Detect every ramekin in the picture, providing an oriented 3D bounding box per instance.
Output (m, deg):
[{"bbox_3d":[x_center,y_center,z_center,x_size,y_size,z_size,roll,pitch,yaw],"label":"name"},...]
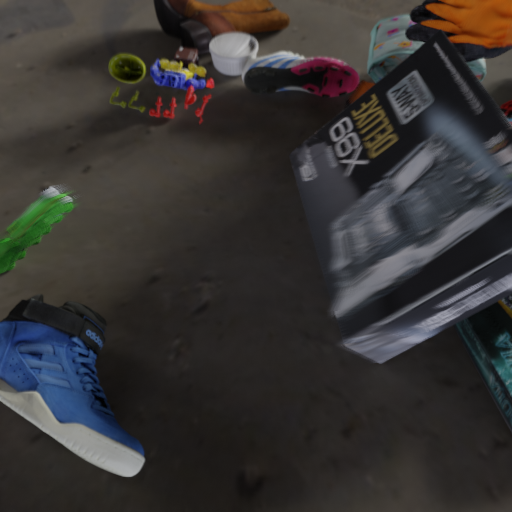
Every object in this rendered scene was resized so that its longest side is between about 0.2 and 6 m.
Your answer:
[{"bbox_3d":[-0.485,-4.391,12.259,1.067,0.497,1.067,-1,49,1],"label":"ramekin"}]

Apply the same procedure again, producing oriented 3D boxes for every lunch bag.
[{"bbox_3d":[3.354,-3.973,11.367,2.224,1.356,1.894,13,52,4],"label":"lunch bag"}]

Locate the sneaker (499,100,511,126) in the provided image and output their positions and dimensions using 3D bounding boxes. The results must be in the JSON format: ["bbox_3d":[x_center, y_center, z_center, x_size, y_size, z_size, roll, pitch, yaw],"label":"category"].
[{"bbox_3d":[5.251,-2.199,10.144,0.987,1.189,2.490,-27,28,-3],"label":"sneaker"}]

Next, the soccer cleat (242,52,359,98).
[{"bbox_3d":[0.910,-3.862,11.592,2.409,0.841,1.040,2,49,2],"label":"soccer cleat"}]

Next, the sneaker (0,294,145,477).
[{"bbox_3d":[-2.226,1.415,6.939,2.811,1.079,1.564,22,61,26],"label":"sneaker"}]

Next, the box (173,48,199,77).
[{"bbox_3d":[-1.490,-4.104,12.010,0.424,0.517,0.429,9,51,7],"label":"box"}]

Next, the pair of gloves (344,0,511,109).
[{"bbox_3d":[3.359,-3.292,9.749,2.917,0.405,3.274,32,85,38],"label":"pair of gloves"}]

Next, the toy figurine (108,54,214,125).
[{"bbox_3d":[-1.810,-3.479,11.492,2.108,1.112,1.263,11,22,6],"label":"toy figurine"}]

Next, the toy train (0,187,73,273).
[{"bbox_3d":[-3.434,-0.394,8.427,1.643,0.343,0.463,-43,93,8],"label":"toy train"}]

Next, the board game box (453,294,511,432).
[{"bbox_3d":[3.851,0.905,7.801,2.106,0.438,3.114,-10,51,-8],"label":"board game box"}]

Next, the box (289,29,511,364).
[{"bbox_3d":[2.189,-0.905,7.856,3.035,0.958,3.849,-36,44,27],"label":"box"}]

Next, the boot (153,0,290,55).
[{"bbox_3d":[-0.895,-5.933,13.322,2.654,0.909,2.499,-27,54,-22],"label":"boot"}]
